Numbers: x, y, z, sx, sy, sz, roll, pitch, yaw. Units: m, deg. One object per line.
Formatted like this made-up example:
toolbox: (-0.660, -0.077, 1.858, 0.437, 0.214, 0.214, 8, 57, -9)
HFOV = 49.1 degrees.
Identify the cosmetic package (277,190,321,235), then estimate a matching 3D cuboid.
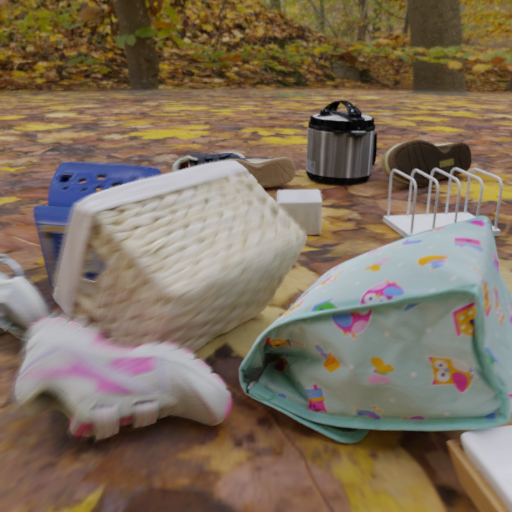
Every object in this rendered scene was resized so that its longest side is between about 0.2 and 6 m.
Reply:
cosmetic package: (0.827, -0.844, 10.824, 0.830, 0.694, 0.690, -1, 28, 2)

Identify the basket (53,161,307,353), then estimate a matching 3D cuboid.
basket: (-0.819, 0.110, 6.597, 1.520, 1.670, 2.464, 45, 41, 20)

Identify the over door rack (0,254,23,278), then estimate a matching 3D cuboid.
over door rack: (-4.706, 0.310, 7.350, 2.575, 0.858, 1.903, 21, 30, 17)

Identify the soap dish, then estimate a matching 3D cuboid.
soap dish: (2.159, 1.814, 4.124, 1.006, 0.519, 1.279, -3, 20, -9)

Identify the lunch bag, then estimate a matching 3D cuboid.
lunch bag: (1.201, 0.721, 5.577, 2.406, 1.467, 2.050, -16, 12, 28)

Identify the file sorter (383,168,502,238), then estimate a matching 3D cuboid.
file sorter: (3.627, -1.054, 10.893, 1.847, 1.150, 1.281, -3, 21, -9)

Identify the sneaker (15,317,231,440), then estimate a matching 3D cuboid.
sneaker: (-1.267, 1.308, 5.196, 2.053, 0.835, 0.906, 12, 49, 5)

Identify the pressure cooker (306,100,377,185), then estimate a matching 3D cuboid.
pressure cooker: (2.246, -3.049, 14.872, 1.828, 2.078, 1.856, 11, 22, 27)

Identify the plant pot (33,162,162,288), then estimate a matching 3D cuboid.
plant pot: (-2.263, -0.343, 8.176, 1.585, 1.585, 1.425, 6, 36, 4)

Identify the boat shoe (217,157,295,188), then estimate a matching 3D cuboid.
boat shoe: (-0.238, -2.021, 13.978, 2.476, 0.891, 0.802, -13, 12, -23)

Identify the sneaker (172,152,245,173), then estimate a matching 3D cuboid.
sneaker: (-1.262, -2.289, 14.703, 1.991, 0.781, 0.790, -3, 10, 24)

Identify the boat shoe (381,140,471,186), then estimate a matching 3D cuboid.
boat shoe: (4.323, -2.434, 14.956, 3.259, 1.168, 1.241, -6, 6, -36)

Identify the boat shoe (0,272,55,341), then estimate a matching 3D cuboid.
boat shoe: (-3.103, 0.663, 6.930, 2.065, 0.761, 0.662, 14, 48, 42)
